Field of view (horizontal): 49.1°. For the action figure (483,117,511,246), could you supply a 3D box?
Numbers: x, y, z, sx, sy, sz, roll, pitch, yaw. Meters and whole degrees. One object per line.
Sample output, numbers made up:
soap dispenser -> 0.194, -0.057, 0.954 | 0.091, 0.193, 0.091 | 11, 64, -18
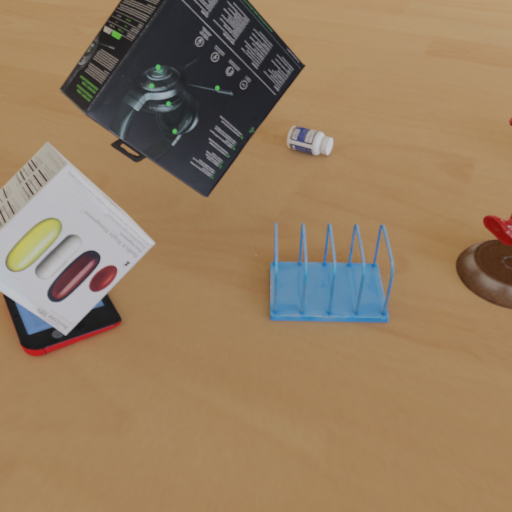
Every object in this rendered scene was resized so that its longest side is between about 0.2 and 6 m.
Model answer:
action figure -> 2.627, -1.152, 4.829 | 0.739, 0.584, 2.260 | -5, 49, 55

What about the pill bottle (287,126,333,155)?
pill bottle -> 1.135, -2.401, 11.758 | 0.889, 0.493, 0.493 | 19, 44, 21

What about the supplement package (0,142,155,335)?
supplement package -> -1.938, -0.171, 5.456 | 1.254, 1.199, 0.922 | -47, 37, -4

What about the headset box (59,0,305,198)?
headset box -> -1.022, -2.401, 7.777 | 2.611, 2.273, 1.211 | -54, 44, 5

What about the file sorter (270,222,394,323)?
file sorter -> 1.080, 0.192, 8.280 | 1.725, 1.058, 1.197 | 1, 41, 1

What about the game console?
game console -> -2.893, 0.731, 8.275 | 1.379, 0.242, 1.559 | -21, 45, -23

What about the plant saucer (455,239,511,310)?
plant saucer -> 4.021, 0.200, 8.865 | 1.608, 0.294, 1.608 | 1, 40, -1
